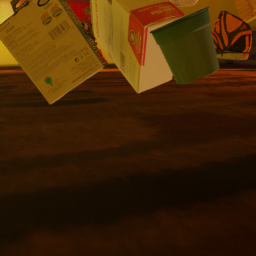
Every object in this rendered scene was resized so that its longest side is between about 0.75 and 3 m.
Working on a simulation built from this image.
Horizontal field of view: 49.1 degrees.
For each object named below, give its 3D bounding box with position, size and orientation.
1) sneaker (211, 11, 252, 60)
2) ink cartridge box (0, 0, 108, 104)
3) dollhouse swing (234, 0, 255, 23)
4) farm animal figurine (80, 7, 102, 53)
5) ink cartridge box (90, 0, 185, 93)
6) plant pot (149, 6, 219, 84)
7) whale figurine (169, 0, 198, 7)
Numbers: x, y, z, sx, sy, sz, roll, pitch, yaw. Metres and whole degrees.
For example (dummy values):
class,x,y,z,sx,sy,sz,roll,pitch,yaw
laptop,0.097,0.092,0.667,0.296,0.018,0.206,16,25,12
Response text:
class,x,y,z,sx,sy,sz,roll,pitch,yaw
sneaker,1.657,-1.852,5.569,1.568,0.879,0.608,13,20,30
ink cartridge box,-1.969,-2.201,7.045,1.771,2.596,0.991,-32,17,11
dollhouse swing,2.778,-3.075,6.805,0.812,0.924,0.840,-24,3,-29
farm animal figurine,-1.444,-4.039,10.964,1.091,2.092,2.069,16,-5,7
ink cartridge box,0.088,-2.805,7.771,1.261,2.167,2.975,-24,58,-19
plant pot,0.863,-1.143,4.005,0.876,0.858,0.876,-22,15,6
whale figurine,1.457,-3.793,7.900,0.955,0.623,1.200,10,-4,-40
